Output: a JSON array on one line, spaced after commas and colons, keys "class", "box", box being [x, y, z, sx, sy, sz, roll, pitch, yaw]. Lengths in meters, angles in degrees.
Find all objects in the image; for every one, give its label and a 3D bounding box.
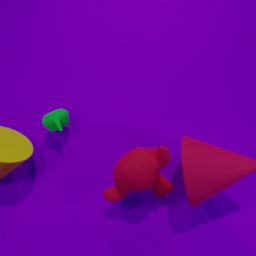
[{"class": "monkey head", "box": [0.379, 1.094, 6.246, 1.864, 1.123, 1.341, -41, 86, 20]}, {"class": "cone", "box": [-3.176, 0.910, 6.678, 1.399, 1.399, 1.404, 34, 113, 15]}, {"class": "teapot", "box": [-1.809, -0.153, 7.162, 0.684, 1.100, 0.538, -25, 105, -12]}, {"class": "cone", "box": [2.121, 0.863, 6.087, 1.621, 1.615, 1.615, -8, 63, 19]}]
